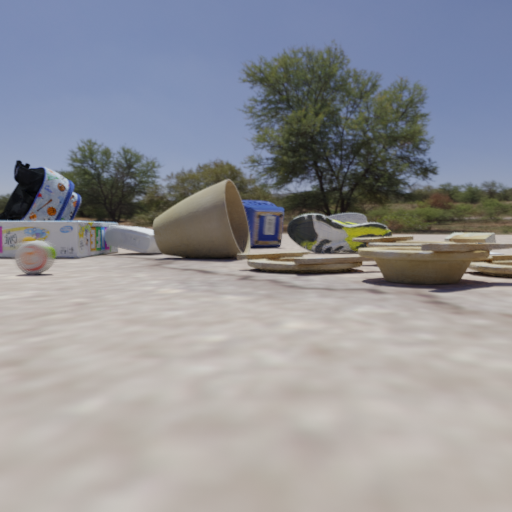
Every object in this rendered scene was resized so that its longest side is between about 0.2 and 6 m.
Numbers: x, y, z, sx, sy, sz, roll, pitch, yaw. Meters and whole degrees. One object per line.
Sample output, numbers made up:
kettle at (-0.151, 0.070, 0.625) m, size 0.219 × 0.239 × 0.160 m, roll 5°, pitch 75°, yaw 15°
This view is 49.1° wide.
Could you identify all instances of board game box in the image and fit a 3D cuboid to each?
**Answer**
board game box at (-4.944, -0.341, 10.945) m, size 3.860 × 0.661 × 2.595 m, roll 0°, pitch 2°, yaw 2°

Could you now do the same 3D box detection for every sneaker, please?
sneaker at (1.736, -0.377, 11.916) m, size 2.181 × 0.812 × 0.923 m, roll 9°, pitch -1°, yaw 4°

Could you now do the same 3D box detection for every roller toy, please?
roller toy at (-2.498, 0.017, 6.327) m, size 0.410 × 0.374 × 0.287 m, roll 24°, pitch 3°, yaw -8°

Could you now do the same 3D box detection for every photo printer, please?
photo printer at (-2.336, -0.329, 11.471) m, size 1.052 × 0.439 × 1.265 m, roll 12°, pitch 4°, yaw 15°

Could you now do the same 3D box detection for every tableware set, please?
tableware set at (1.856, -0.013, 6.629) m, size 3.129 × 0.435 × 3.746 m, roll -2°, pitch 3°, yaw -34°

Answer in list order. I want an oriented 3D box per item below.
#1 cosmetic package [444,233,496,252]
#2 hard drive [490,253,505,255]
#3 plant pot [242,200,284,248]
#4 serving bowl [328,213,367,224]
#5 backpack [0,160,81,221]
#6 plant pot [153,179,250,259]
cosmetic package at (4.614, -0.282, 12.087) m, size 0.940 × 0.334 × 0.494 m, roll 2°, pitch 19°, yaw 46°
hard drive at (3.935, -0.007, 9.894) m, size 0.529 × 0.102 × 0.802 m, roll 0°, pitch 3°, yaw -4°
plant pot at (0.039, -0.823, 15.102) m, size 1.276 × 1.276 × 1.147 m, roll 0°, pitch 10°, yaw -32°
serving bowl at (2.195, -0.586, 14.934) m, size 1.625 × 0.535 × 1.625 m, roll -9°, pitch -18°, yaw -3°
backpack at (-7.165, -1.642, 18.551) m, size 2.193 × 2.847 × 2.712 m, roll 23°, pitch -11°, yaw -31°
plant pot at (-0.986, -0.490, 9.701) m, size 1.445 × 1.354 × 1.354 m, roll -13°, pitch 0°, yaw 13°
